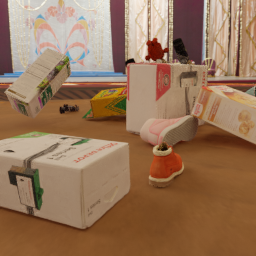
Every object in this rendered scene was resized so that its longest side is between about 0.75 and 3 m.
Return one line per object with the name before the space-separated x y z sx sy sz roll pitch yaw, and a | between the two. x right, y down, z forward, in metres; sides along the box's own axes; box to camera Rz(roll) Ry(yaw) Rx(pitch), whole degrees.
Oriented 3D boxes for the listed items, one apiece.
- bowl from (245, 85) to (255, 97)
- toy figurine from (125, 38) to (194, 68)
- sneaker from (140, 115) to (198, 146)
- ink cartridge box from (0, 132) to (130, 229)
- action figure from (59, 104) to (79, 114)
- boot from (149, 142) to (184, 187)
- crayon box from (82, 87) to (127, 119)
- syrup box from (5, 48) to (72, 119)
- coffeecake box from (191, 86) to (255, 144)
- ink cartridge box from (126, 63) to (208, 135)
bowl | 4.682 -0.888 10.533 0.683 1.306 1.306 -17 -2 40
toy figurine | 1.263 -2.368 11.057 2.192 1.549 2.227 17 57 46
sneaker | 1.009 0.006 6.965 0.920 0.662 1.759 16 23 39
ink cartridge box | -1.000 0.582 3.854 1.773 0.748 1.295 5 12 23
action figure | -2.542 -0.867 12.192 0.739 0.394 1.136 -3 7 12
boot | 0.671 0.504 4.655 0.431 0.616 1.149 3 10 22
crayon box | -0.244 -1.025 10.460 2.787 0.708 1.769 -7 18 10
syrup box | -2.913 -1.521 9.360 0.935 0.904 2.295 24 60 10
coffeecake box | 2.902 -0.321 6.824 2.122 0.775 1.629 29 26 32
ink cartridge box | 1.248 -0.926 8.367 1.132 1.944 2.670 11 15 41
